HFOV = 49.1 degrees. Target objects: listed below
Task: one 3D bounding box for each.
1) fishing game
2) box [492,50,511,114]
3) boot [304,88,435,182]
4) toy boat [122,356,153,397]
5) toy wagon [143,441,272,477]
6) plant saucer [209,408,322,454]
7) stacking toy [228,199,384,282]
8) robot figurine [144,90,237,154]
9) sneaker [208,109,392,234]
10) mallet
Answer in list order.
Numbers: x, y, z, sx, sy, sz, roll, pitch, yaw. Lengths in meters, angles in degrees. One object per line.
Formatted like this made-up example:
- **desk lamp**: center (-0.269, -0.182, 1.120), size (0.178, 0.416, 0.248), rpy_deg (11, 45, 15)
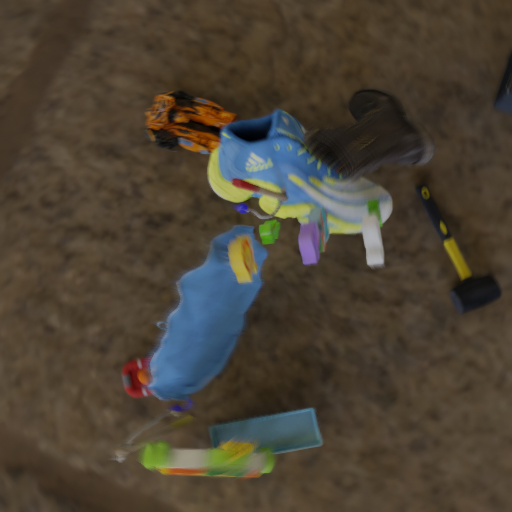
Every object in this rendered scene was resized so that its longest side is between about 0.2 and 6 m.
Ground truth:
- **fishing game**: center (-0.754, 0.820, 8.530), size (0.662, 3.051, 4.260), rpy_deg (25, 100, 19)
- **box**: center (5.435, -3.080, 10.219), size (1.759, 0.694, 1.241), rpy_deg (21, 78, 3)
- **boot**: center (1.595, -2.011, 9.016), size (1.919, 0.763, 2.204), rpy_deg (-13, 44, -26)
- **toy boat**: center (-1.810, 2.019, 9.432), size (0.950, 0.621, 0.620), rpy_deg (-13, 81, -2)
- **toy wagon**: center (-0.657, 3.029, 8.297), size (1.740, 2.243, 0.444), rpy_deg (10, 68, -19)
- **plant saucer**: center (0.152, 3.009, 9.406), size (1.818, 0.172, 0.635), rpy_deg (-13, 84, 8)
- **stacking toy**: center (0.856, -0.384, 8.350), size (1.983, 2.630, 0.618), rpy_deg (-8, 105, 15)
- **robot figurine**: center (-1.243, -2.441, 10.226), size (1.629, 0.474, 1.181), rpy_deg (17, 80, 3)
- **sneaker**: center (0.781, -1.405, 9.327), size (3.266, 1.716, 1.237), rpy_deg (10, 54, 2)
- **mallet**: center (3.337, -0.131, 9.922), size (0.796, 0.497, 2.417), rpy_deg (-30, 77, -1)
